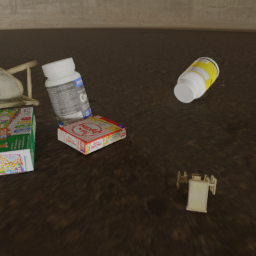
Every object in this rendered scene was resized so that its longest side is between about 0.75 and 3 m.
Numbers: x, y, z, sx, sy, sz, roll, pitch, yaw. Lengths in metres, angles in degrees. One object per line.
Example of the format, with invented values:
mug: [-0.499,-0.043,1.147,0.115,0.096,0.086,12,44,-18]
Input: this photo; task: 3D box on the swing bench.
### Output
swing bench: [-4.520,-1.446,8.692,2.519,1.635,2.506,2,8,11]

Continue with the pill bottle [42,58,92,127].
pill bottle: [-1.767,-1.017,8.116,1.044,1.836,1.044,-13,19,5]

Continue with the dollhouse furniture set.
dollhouse furniture set: [1.269,1.174,5.239,0.690,0.523,0.788,6,3,9]

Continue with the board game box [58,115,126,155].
board game box: [-0.933,0.136,7.383,1.093,0.334,1.443,23,30,34]

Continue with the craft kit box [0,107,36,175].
craft kit box: [-3.717,0.313,6.850,2.717,0.667,2.751,-10,26,-14]

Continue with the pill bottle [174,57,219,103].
pill bottle: [2.488,-1.744,10.307,1.061,1.061,1.906,18,46,34]
